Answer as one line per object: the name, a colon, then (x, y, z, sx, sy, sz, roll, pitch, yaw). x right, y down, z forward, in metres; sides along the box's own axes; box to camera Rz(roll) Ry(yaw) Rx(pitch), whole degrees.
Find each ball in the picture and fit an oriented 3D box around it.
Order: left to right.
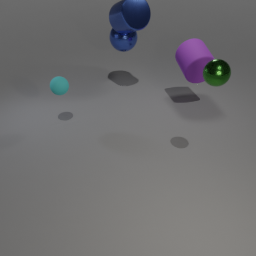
ball: (-2.573, -1.579, 10.505, 0.700, 0.700, 0.700, 0, 32, 0)
ball: (-0.224, -4.518, 13.930, 1.400, 1.400, 1.400, 0, 32, 0)
ball: (2.288, -1.420, 7.221, 0.700, 0.700, 0.700, 0, 32, 0)

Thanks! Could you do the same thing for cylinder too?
cylinder: (0.058, -4.939, 12.310, 1.400, 1.400, 1.400, -16, 17, -24)
cylinder: (2.925, -2.906, 12.159, 1.400, 1.400, 1.400, -7, 50, -10)
